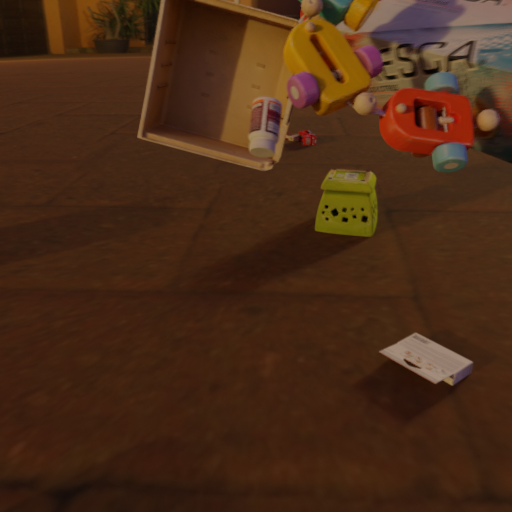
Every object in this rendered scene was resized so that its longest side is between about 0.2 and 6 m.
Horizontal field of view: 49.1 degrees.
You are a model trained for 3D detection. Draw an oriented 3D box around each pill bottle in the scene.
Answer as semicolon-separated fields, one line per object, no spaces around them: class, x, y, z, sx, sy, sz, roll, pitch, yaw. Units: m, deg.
pill bottle;0.084;-1.260;5.516;0.302;0.530;0.302;6;-12;1

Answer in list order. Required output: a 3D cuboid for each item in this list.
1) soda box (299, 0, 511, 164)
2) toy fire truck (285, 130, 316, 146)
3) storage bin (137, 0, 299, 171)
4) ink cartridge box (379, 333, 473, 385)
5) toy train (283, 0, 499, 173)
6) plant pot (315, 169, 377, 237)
soda box;2.798;-2.807;8.021;1.627;1.513;4.758;-41;44;-11
toy fire truck;1.284;-3.637;17.144;0.867;0.300;1.230;-5;26;-10
storage bin;-0.434;-2.573;8.302;2.100;2.115;0.991;15;21;1
ink cartridge box;1.951;1.235;6.494;0.713;0.181;0.809;-17;29;-34
toy train;1.397;-2.373;6.570;2.358;3.139;0.873;0;-17;-12
plant pot;1.743;-1.052;10.573;1.100;1.003;1.105;6;24;14
